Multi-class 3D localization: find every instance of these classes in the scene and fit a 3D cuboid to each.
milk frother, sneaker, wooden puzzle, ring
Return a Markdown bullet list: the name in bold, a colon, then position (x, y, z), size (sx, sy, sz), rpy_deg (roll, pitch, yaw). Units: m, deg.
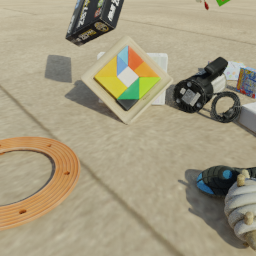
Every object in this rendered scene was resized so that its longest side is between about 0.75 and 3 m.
- **milk frother**: position (2.735, -1.084, 8.856), size (1.748, 1.677, 1.858), rpy_deg (-33, 87, -43)
- **sneaker**: position (2.292, 1.097, 5.587), size (1.772, 0.726, 0.649), rpy_deg (-8, 63, 18)
- **wooden puzzle**: position (-0.042, -1.468, 8.236), size (2.123, 0.395, 1.964), rpy_deg (44, 84, 7)
- **ring**: position (-2.498, 1.046, 5.929), size (2.962, 0.284, 2.962), rpy_deg (-1, 30, 0)

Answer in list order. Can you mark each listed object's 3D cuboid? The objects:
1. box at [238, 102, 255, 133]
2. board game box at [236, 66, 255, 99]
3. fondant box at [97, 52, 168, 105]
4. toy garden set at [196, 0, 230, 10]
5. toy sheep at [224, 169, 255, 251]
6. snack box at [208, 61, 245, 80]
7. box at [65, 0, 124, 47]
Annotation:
- **box**: position (4.836, 0.031, 7.325), size (2.300, 0.607, 2.950), rpy_deg (-13, 32, -20)
- **board game box**: position (4.290, -1.619, 9.856), size (0.253, 0.905, 0.886), rpy_deg (-15, 33, -24)
- **fondant box**: position (0.142, -1.610, 9.116), size (2.188, 1.579, 0.637), rpy_deg (3, 25, 5)
- **toy garden set**: position (2.482, -4.518, 8.648), size (1.375, 1.650, 0.329), rpy_deg (-24, 31, 32)
- **toy sheep**: position (2.104, 1.319, 4.681), size (1.042, 1.042, 1.511), rpy_deg (5, 48, 9)
- **snack box**: position (4.098, -2.395, 11.607), size (1.429, 0.484, 1.205), rpy_deg (3, 30, 3)
- **box**: position (-0.821, -3.851, 8.291), size (0.619, 2.521, 2.032), rpy_deg (24, -15, -35)
